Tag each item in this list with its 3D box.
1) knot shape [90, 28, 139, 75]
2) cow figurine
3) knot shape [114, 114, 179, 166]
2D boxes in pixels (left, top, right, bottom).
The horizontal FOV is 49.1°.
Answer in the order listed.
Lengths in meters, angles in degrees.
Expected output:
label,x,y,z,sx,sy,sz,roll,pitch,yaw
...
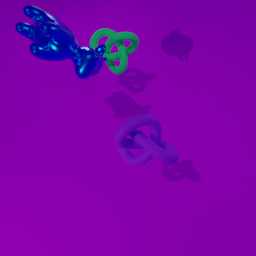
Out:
label,x,y,z,sx,sy,sz,roll,pitch,yaw
knot shape,-0.359,-2.096,7.828,1.323,1.238,0.611,3,34,9
cow figurine,-1.221,-1.619,5.478,1.509,0.842,1.534,4,39,-53
knot shape,0.284,0.242,4.132,0.998,1.066,0.493,22,63,-1
